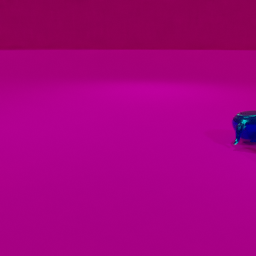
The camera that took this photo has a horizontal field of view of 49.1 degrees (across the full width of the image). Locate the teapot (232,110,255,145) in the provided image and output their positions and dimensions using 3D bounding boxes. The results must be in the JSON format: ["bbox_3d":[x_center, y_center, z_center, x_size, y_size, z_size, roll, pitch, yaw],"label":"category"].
[{"bbox_3d":[2.686,-0.004,6.084,1.372,0.672,0.853,-16,14,-34],"label":"teapot"}]
